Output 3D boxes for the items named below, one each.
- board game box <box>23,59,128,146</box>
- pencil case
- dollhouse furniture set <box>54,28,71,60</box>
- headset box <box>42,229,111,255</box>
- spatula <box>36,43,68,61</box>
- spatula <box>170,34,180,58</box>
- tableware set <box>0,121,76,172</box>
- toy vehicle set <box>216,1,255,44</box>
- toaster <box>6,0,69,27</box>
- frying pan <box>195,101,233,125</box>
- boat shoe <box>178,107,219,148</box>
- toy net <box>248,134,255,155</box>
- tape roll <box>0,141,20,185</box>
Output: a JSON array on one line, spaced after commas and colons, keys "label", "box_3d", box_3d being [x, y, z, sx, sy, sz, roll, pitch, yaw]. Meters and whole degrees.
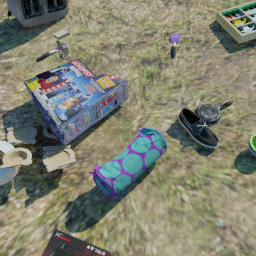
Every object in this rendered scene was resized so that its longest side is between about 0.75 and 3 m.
[{"label": "board game box", "box_3d": [-1.487, -1.070, 8.892, 2.693, 0.831, 2.695, -26, 51, -22]}, {"label": "pencil case", "box_3d": [0.055, 0.890, 7.662, 2.162, 0.920, 0.999, -40, 90, -24]}, {"label": "dollhouse furniture set", "box_3d": [-1.989, -2.601, 8.990, 0.418, 0.945, 0.490, -36, 61, -22]}, {"label": "headset box", "box_3d": [-1.373, 3.447, 6.105, 1.428, 0.741, 1.918, 18, 57, 12]}, {"label": "spatula", "box_3d": [-2.896, -2.884, 10.644, 1.317, 0.135, 0.372, -33, 61, -19]}, {"label": "spatula", "box_3d": [1.802, -3.196, 10.851, 0.363, 0.132, 1.285, 6, 57, 6]}, {"label": "tableware set", "box_3d": [-2.557, 0.454, 8.056, 1.895, 0.263, 2.268, -7, 41, -13]}, {"label": "toy vehicle set", "box_3d": [5.280, -4.486, 11.440, 2.801, 0.371, 1.741, -20, 56, -10]}, {"label": "toaster", "box_3d": [-3.691, -5.403, 11.117, 2.223, 2.458, 1.459, -27, 63, -25]}, {"label": "frying pan", "box_3d": [2.873, -0.514, 9.057, 1.402, 0.228, 0.848, -8, 58, -2]}, {"label": "boat shoe", "box_3d": [2.147, -0.008, 8.527, 0.555, 0.522, 1.544, -32, 64, -21]}, {"label": "toy net", "box_3d": [4.633, 0.360, 8.323, 2.255, 0.436, 1.183, -30, 61, -18]}, {"label": "tape roll", "box_3d": [-3.700, 0.989, 7.905, 1.248, 0.436, 1.248, 0, 56, 0]}]
